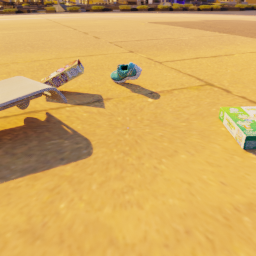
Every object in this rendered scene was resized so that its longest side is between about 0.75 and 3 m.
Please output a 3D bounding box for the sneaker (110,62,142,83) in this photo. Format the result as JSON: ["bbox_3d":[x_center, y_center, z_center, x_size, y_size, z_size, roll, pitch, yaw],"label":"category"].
[{"bbox_3d":[-0.166,-2.189,10.683,1.682,0.670,0.652,-2,59,53],"label":"sneaker"}]

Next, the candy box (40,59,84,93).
[{"bbox_3d":[-2.341,-1.816,9.883,1.594,0.450,0.930,-29,24,6],"label":"candy box"}]

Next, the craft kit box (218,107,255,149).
[{"bbox_3d":[3.504,-0.059,7.199,1.797,0.436,1.775,-1,24,-2],"label":"craft kit box"}]

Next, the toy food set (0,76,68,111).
[{"bbox_3d":[-3.371,-0.469,7.211,2.978,0.900,2.137,-28,33,-31],"label":"toy food set"}]
